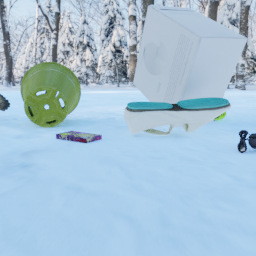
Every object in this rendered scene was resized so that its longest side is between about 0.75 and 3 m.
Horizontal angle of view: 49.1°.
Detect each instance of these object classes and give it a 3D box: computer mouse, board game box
[{"bbox_3d":[2.443,0.252,5.079,0.831,0.219,0.576,11,47,18],"label":"computer mouse"},{"bbox_3d":[-1.110,0.195,6.316,0.903,0.146,0.542,6,15,32],"label":"board game box"}]

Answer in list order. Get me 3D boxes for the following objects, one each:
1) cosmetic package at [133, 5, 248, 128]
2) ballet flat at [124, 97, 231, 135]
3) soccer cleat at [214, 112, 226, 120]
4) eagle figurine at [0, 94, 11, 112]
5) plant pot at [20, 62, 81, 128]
[{"bbox_3d":[1.585,-1.851,8.200,1.602,2.597,2.606,-7,40,-24],"label":"cosmetic package"},{"bbox_3d":[1.165,-0.254,6.725,2.529,0.878,0.878,-4,9,-4],"label":"ballet flat"},{"bbox_3d":[2.329,-0.659,9.797,2.113,0.713,0.856,9,10,32],"label":"soccer cleat"},{"bbox_3d":[-4.889,-0.857,9.027,1.750,1.321,1.328,-17,51,-3],"label":"eagle figurine"},{"bbox_3d":[-2.383,-0.891,8.505,1.963,1.963,1.864,-2,21,-11],"label":"plant pot"}]
